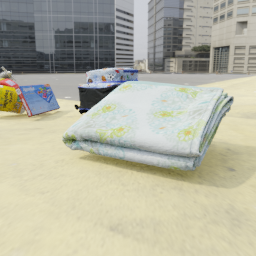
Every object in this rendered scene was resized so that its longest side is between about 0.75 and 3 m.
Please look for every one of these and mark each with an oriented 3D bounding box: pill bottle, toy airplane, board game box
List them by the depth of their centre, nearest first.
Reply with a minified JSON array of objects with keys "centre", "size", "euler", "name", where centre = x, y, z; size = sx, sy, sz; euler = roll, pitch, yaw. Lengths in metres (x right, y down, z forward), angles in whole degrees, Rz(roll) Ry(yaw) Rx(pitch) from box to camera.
[{"centre":[-4.318,-1.034,10.475],"size":[1.677,0.946,0.946],"euler":[10,7,-30],"name":"pill bottle"},{"centre":[-3.328,-1.092,10.564],"size":[0.210,1.109,2.155],"euler":[-22,5,15],"name":"board game box"},{"centre":[-6.165,-1.809,12.347],"size":[2.515,1.783,2.526],"euler":[-18,27,-20],"name":"toy airplane"}]

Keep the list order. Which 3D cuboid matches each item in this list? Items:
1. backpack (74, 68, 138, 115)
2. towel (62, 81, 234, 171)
[{"centre":[-0.395,-1.234,10.084],"size":[2.415,1.861,2.300],"euler":[13,9,44],"name":"backpack"},{"centre":[0.478,-0.247,6.007],"size":[2.993,0.721,2.562],"euler":[7,31,30],"name":"towel"}]
